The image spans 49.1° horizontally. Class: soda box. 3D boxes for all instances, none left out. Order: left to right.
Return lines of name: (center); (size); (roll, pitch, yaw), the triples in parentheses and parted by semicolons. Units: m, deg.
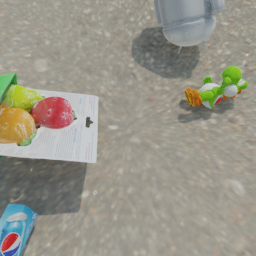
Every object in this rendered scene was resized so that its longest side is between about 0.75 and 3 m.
soda box: (-2.329, 2.226, 5.365); (0.493, 0.467, 1.454); (-5, 49, 27)

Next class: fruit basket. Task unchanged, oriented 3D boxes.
fruit basket: (-2.144, -0.145, 6.288); (2.913, 1.365, 2.698); (10, 34, -13)

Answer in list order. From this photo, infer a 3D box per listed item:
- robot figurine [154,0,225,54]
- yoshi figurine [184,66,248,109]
robot figurine: (1.564, -3.362, 7.527); (1.462, 2.588, 2.195); (-23, 21, -32)
yoshi figurine: (2.239, -1.105, 7.074); (1.533, 0.858, 0.862); (-17, 64, -1)
